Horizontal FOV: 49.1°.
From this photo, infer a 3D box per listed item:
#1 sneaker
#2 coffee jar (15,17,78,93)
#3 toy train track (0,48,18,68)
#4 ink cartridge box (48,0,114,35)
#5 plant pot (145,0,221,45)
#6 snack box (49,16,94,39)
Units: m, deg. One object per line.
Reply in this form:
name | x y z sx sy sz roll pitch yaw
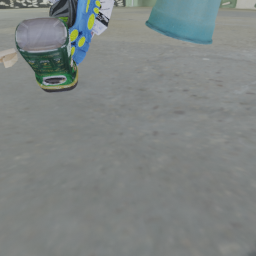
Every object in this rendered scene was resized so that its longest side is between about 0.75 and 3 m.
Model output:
sneaker | -1.597 -2.675 7.504 1.134 2.736 0.970 9 -14 30
coffee jar | -1.546 -1.376 5.688 0.949 1.820 0.776 -6 73 -6
toy train track | -3.355 -0.875 5.155 2.709 0.441 1.554 -24 -2 -22
ink cartridge box | -1.655 -4.059 8.403 0.572 2.589 1.217 -20 51 47
plant pot | 0.990 -2.105 4.483 1.194 1.170 1.194 11 31 -7
snack box | -1.609 -4.687 10.056 1.760 2.475 0.656 26 41 -12
